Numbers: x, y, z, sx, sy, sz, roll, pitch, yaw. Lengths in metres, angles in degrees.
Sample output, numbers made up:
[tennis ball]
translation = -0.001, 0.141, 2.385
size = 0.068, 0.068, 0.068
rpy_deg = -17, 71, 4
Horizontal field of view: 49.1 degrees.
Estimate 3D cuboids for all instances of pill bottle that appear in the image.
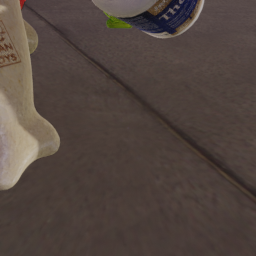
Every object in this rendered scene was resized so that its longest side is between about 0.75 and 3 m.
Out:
[pill bottle]
translation = 0.197, -2.163, 4.005
size = 1.320, 1.320, 2.380
rpy_deg = 20, 14, 25

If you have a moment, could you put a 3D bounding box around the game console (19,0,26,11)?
[game console]
translation = -3.299, -2.509, 6.714
size = 2.186, 0.339, 1.933
rpy_deg = -31, 41, 17

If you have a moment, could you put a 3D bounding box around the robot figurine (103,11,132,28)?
[robot figurine]
translation = -0.237, -3.102, 6.443
size = 1.032, 1.565, 1.783
rpy_deg = -19, 43, -8

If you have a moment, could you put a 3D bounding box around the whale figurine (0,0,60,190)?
[whale figurine]
translation = -1.964, -0.736, 3.059
size = 1.539, 2.966, 2.360
rpy_deg = -19, 16, 27
